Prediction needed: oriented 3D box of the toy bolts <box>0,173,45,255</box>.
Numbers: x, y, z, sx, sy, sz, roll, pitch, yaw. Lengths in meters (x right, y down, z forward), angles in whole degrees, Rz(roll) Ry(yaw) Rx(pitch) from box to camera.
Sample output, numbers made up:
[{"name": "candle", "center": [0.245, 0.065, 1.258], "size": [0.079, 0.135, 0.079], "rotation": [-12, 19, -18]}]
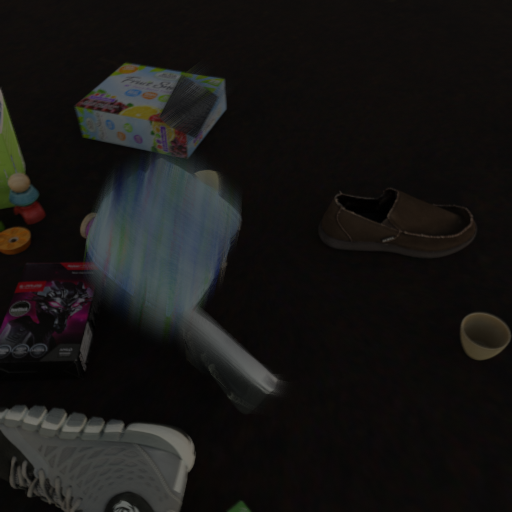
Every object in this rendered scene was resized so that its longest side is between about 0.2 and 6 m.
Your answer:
[{"name": "toy bolts", "center": [-4.607, -0.866, 10.424], "size": [1.345, 0.976, 1.408], "rotation": [26, 49, 25]}]

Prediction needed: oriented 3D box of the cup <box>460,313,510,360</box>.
[{"name": "cup", "center": [3.402, 1.288, 8.473], "size": [0.700, 0.501, 0.700], "rotation": [1, 43, -1]}]

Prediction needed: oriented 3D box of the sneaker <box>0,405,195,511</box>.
[{"name": "sneaker", "center": [-2.279, 2.770, 6.481], "size": [2.972, 1.115, 1.716], "rotation": [3, 45, 1]}]

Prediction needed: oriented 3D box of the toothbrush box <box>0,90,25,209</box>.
[{"name": "toothbrush box", "center": [-5.251, -2.191, 10.979], "size": [0.921, 2.139, 1.558], "rotation": [-11, 45, -14]}]

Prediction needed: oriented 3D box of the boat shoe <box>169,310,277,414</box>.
[{"name": "boat shoe", "center": [-0.666, 1.392, 8.093], "size": [2.295, 0.788, 0.650], "rotation": [32, 82, 41]}]

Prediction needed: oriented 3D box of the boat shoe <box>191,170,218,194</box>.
[{"name": "boat shoe", "center": [-1.394, -1.225, 10.653], "size": [0.686, 0.729, 2.029], "rotation": [10, 25, 27]}]

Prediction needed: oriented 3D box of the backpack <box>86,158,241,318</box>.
[{"name": "backpack", "center": [-1.299, -0.342, 8.115], "size": [2.006, 1.611, 2.192], "rotation": [36, 20, -11]}]

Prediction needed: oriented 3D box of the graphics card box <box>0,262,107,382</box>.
[{"name": "graphics card box", "center": [-3.192, 0.967, 8.798], "size": [1.314, 0.533, 2.094], "rotation": [0, 44, -1]}]

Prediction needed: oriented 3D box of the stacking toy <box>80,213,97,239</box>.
[{"name": "stacking toy", "center": [-2.613, -0.348, 10.306], "size": [1.194, 0.510, 0.510], "rotation": [25, 48, 15]}]

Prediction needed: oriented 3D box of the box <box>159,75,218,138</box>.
[{"name": "box", "center": [-1.080, -2.372, 8.943], "size": [0.580, 0.784, 0.409], "rotation": [16, 22, -50]}]

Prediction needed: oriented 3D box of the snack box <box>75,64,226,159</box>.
[{"name": "snack box", "center": [-2.412, -3.506, 13.272], "size": [2.763, 0.935, 2.330], "rotation": [15, 46, 14]}]

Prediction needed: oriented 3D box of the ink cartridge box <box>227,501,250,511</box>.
[{"name": "ink cartridge box", "center": [-0.337, 3.422, 6.226], "size": [1.059, 0.447, 0.774], "rotation": [-29, 50, -27]}]

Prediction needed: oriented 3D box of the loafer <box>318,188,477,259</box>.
[{"name": "loafer", "center": [2.609, -0.641, 10.147], "size": [2.880, 1.022, 1.052], "rotation": [-1, 43, -1]}]
